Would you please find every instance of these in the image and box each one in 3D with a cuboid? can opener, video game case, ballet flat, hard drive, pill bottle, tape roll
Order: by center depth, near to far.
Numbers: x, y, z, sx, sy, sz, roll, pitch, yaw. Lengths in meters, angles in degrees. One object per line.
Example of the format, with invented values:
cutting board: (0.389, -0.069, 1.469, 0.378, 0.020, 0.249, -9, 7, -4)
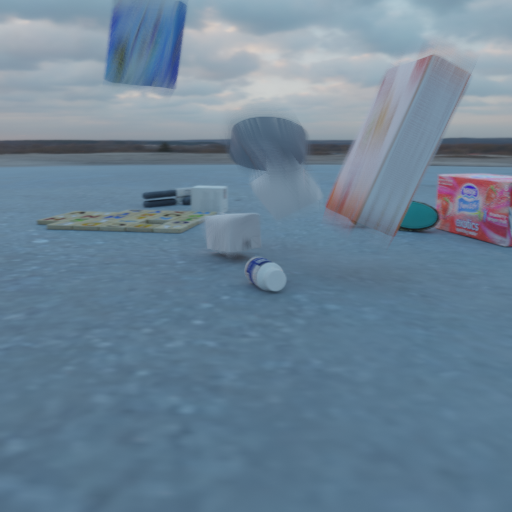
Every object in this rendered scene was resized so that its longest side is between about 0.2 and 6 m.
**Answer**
pill bottle: (0.133, 0.252, 7.447, 0.381, 0.381, 0.687, -4, 12, -21)
video game case: (-1.512, -2.878, 7.579, 0.996, 1.099, 0.250, 11, 7, 20)
tape roll: (0.165, -1.530, 7.764, 1.079, 0.357, 1.079, 4, -13, 1)
hard drive: (0.523, -1.213, 10.247, 0.182, 0.900, 1.364, -44, 12, -31)
ballet flat: (3.111, -0.876, 12.553, 2.036, 0.691, 0.767, 4, -7, 28)
can opener: (-2.527, -1.778, 17.119, 1.918, 0.511, 0.641, -12, 16, -43)

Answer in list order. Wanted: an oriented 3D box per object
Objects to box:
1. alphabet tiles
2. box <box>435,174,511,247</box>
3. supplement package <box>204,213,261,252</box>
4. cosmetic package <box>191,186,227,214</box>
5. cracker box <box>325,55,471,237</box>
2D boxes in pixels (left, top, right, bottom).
alphabet tiles: (-3.169, -0.904, 13.747, 3.771, 0.142, 3.152, 3, 12, 10)
box: (4.851, -1.020, 11.485, 1.173, 1.271, 2.477, -3, 13, -13)
supplement package: (-0.402, -0.402, 9.403, 0.591, 0.584, 0.975, -9, 8, -26)
cosmetic package: (-1.290, -1.558, 15.488, 0.868, 0.716, 0.716, 3, 11, 11)
cracker box: (1.846, -1.494, 7.685, 0.645, 2.236, 1.497, 23, 7, -12)
